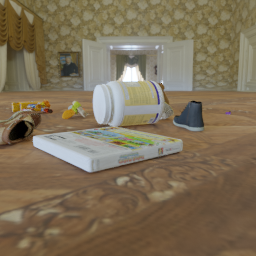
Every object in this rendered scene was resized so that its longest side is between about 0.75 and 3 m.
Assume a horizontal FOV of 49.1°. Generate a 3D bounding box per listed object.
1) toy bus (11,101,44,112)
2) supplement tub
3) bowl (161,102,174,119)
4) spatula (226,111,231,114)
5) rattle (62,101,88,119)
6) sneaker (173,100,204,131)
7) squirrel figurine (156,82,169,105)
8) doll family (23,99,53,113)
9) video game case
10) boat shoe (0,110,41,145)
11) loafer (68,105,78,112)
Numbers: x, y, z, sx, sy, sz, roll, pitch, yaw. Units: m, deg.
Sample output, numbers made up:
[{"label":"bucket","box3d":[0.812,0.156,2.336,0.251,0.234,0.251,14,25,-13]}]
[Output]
[{"label":"toy bus","box3d":[-5.480,-1.162,15.357,1.625,0.529,0.636,-8,14,-42]},{"label":"supplement tub","box3d":[0.000,-0.918,10.455,2.300,1.672,1.672,-4,11,-24]},{"label":"bowl","box3d":[1.424,-0.709,12.258,1.052,0.494,1.052,31,-20,12]},{"label":"spatula","box3d":[5.206,-0.790,14.454,0.238,0.087,0.843,5,11,26]},{"label":"rattle","box3d":[-2.424,-0.638,13.036,0.929,1.019,1.427,34,-7,-8]},{"label":"sneaker","box3d":[2.221,-0.523,10.141,0.700,0.994,1.870,-3,10,-16]},{"label":"squirrel figurine","box3d":[1.202,-1.481,14.057,1.161,1.641,1.532,7,-12,-23]},{"label":"doll family","box3d":[-4.590,-1.109,14.387,1.626,0.733,1.009,-9,13,-42]},{"label":"video game case","box3d":[-0.569,0.384,6.879,2.570,0.323,2.824,-8,11,-38]},{"label":"boat shoe","box3d":[-3.013,0.020,7.908,0.757,0.798,2.108,6,20,14]},{"label":"loafer","box3d":[-2.904,-0.969,14.593,0.446,0.447,1.278,-5,2,0]}]
